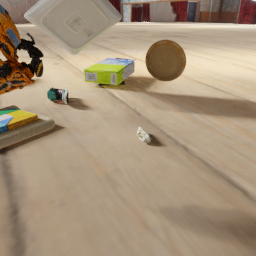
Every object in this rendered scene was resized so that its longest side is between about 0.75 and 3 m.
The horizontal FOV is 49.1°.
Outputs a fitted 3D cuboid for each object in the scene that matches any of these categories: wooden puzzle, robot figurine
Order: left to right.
[{"bbox_3d":[-2.194,-1.243,4.463,1.356,1.870,0.544,-19,50,4],"label":"robot figurine"},{"bbox_3d":[-3.500,-0.169,7.953,2.153,0.401,1.992,19,31,35],"label":"wooden puzzle"}]

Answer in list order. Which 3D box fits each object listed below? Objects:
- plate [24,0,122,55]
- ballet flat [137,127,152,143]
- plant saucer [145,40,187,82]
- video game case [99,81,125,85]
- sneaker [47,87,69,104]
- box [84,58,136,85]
[{"bbox_3d":[-1.852,-3.904,10.065,2.578,2.584,0.418,-31,56,20],"label":"plate"},{"bbox_3d":[0.374,0.179,7.397,0.244,0.289,0.763,-30,26,-6],"label":"ballet flat"},{"bbox_3d":[0.822,-1.471,6.182,0.913,0.913,0.162,-2,2,-4],"label":"plant saucer"},{"bbox_3d":[-0.763,-2.162,12.553,1.121,0.158,1.240,-2,25,-5],"label":"video game case"},{"bbox_3d":[-2.484,-1.148,9.910,0.736,0.510,1.220,-1,17,-15],"label":"sneaker"},{"bbox_3d":[-0.726,-2.604,12.570,1.557,0.609,2.554,9,27,17],"label":"box"}]
